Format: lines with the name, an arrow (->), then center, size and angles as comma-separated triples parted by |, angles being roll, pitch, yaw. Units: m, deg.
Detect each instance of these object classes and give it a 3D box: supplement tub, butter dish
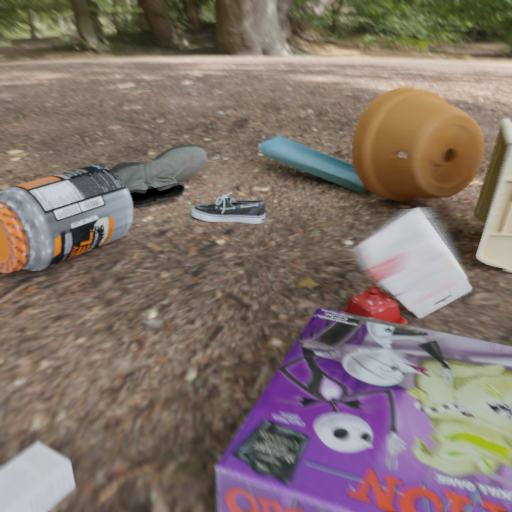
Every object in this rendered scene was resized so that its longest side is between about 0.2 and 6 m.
supplement tub -> -3.471, -0.647, 9.746 | 1.471, 1.471, 2.401 | 17, 29, 32
butter dish -> 1.651, 0.696, 7.900 | 0.755, 0.560, 0.757 | -13, 27, -29

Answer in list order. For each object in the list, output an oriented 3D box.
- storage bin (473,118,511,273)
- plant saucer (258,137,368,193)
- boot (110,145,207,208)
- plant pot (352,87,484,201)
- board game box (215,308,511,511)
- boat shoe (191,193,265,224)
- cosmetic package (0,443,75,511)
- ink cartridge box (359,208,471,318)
storage bin -> 4.550, -1.065, 9.773 | 1.002, 2.122, 2.138 | 14, 27, 13
plant saucer -> 1.596, -2.315, 14.220 | 3.126, 0.297, 1.093 | 25, 34, 25
boot -> -2.061, -1.793, 13.236 | 2.604, 0.882, 1.701 | -21, 36, -24
plant pot -> 3.558, -2.244, 11.874 | 2.492, 2.492, 1.745 | -10, 22, -20
board game box -> 2.521, 1.884, 5.192 | 5.044, 0.815, 3.027 | 10, 30, 20
boat shoe -> -0.592, -1.014, 11.673 | 1.578, 0.539, 0.583 | 7, 25, 14
cosmetic package -> -2.152, 2.149, 4.977 | 0.479, 0.336, 0.944 | 15, 29, 30
ink cartridge box -> 2.202, 0.160, 7.619 | 0.918, 1.576, 0.532 | -33, 44, 18
